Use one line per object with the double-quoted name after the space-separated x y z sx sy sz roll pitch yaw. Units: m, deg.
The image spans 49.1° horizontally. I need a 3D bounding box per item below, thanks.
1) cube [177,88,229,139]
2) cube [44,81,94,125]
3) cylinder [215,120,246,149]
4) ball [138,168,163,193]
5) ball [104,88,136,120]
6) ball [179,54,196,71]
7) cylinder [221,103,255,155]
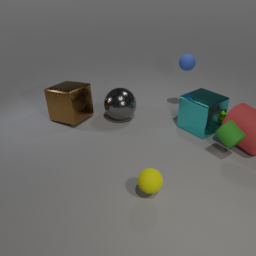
3.008 -0.633 11.339 1.400 1.400 1.400 -22 37 -33 "cube"
-2.488 -1.120 12.002 1.400 1.400 1.400 11 29 29 "cube"
3.398 0.217 9.304 0.700 0.700 0.700 -22 66 -33 "cylinder"
0.623 1.482 7.880 0.700 0.700 0.700 0 30 0 "ball"
-0.336 -1.031 12.027 1.400 1.400 1.400 0 30 0 "ball"
2.527 -2.791 11.923 0.700 0.700 0.700 0 30 0 "ball"
4.320 0.028 10.005 1.400 1.400 1.400 -20 44 -30 "cylinder"
